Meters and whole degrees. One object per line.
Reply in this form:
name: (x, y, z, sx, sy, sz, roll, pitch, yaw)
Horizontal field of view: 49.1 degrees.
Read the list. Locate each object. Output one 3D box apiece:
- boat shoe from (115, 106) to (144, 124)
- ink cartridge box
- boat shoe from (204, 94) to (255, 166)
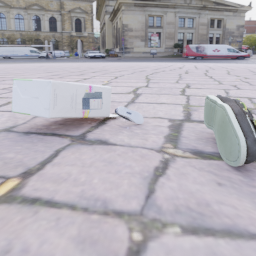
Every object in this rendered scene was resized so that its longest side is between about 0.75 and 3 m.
boat shoe: (0.032, -0.364, 8.451, 0.951, 0.341, 0.322, 21, -15, -25)
ink cartridge box: (-1.701, -0.871, 8.510, 1.737, 0.998, 2.965, 9, 8, 35)
boat shoe: (2.390, -0.090, 6.222, 0.894, 1.059, 2.970, 2, 23, 3)
